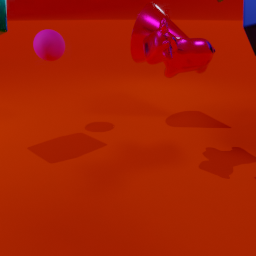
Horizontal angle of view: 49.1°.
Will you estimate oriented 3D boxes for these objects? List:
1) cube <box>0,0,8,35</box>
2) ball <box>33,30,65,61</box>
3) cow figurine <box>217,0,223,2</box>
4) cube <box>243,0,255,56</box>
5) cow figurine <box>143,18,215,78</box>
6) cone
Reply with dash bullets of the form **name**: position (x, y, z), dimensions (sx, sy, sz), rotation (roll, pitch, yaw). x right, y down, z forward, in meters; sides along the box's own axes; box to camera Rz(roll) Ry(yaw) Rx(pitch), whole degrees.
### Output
- **cube**: position (-3.318, -2.577, 5.906), dimensions (1.118, 1.118, 1.118), rotation (-7, 10, -41)
- **ball**: position (-2.100, -2.203, 7.491), dimensions (0.813, 0.813, 0.813), rotation (0, 23, 0)
- **cow figurine**: position (1.079, -2.392, 4.043), dimensions (1.200, 1.181, 0.659), rotation (7, -15, 23)
- **cube**: position (3.375, -2.569, 6.084), dimensions (1.368, 1.368, 1.368), rotation (-3, -17, 35)
- **cow figurine**: position (1.038, -1.526, 5.522), dimensions (1.500, 0.824, 1.476), rotation (-6, -10, -2)
- **cone**: position (1.209, -2.386, 7.739), dimensions (1.682, 1.676, 1.676), rotation (23, 31, 22)
